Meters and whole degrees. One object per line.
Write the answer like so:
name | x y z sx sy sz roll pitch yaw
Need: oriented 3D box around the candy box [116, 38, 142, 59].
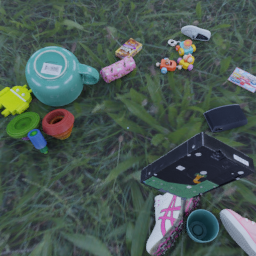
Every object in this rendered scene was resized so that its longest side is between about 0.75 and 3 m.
candy box | 0.042 -3.590 12.923 0.668 0.323 1.145 35 67 18

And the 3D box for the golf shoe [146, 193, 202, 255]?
golf shoe | 1.259 2.753 8.845 1.220 0.962 2.650 24 54 29

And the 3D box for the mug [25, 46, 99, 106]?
mug | -2.709 -2.228 11.067 2.586 1.599 2.124 -35 78 -13

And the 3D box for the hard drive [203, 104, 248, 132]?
hard drive | 3.858 -0.431 11.027 1.499 0.317 1.011 -13 60 -7

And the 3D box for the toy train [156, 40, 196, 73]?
toy train | 2.236 -3.347 12.615 1.613 0.597 2.147 14 61 8

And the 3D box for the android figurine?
android figurine | -4.646 -1.155 11.471 1.448 0.327 1.591 37 68 20

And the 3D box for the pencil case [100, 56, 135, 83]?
pencil case | -0.432 -2.537 12.117 1.519 0.629 0.657 -31 40 -17

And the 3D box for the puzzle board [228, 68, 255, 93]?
puzzle board | 5.087 -2.113 12.165 1.207 0.105 0.910 32 65 17

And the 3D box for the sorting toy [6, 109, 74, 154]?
sorting toy | -3.156 0.165 10.424 2.523 1.036 1.516 -7 43 9

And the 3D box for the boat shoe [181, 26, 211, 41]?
boat shoe | 3.231 -4.480 13.352 1.413 0.493 0.503 13 56 4

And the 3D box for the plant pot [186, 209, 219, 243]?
plant pot | 2.230 3.089 8.669 0.940 0.755 0.940 0 59 0

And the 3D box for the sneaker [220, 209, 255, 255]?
sneaker | 3.996 3.210 8.497 1.264 0.910 2.417 -37 73 -15

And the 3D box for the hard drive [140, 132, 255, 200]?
hard drive | 1.499 0.989 6.468 1.533 2.195 0.415 25 49 -20
